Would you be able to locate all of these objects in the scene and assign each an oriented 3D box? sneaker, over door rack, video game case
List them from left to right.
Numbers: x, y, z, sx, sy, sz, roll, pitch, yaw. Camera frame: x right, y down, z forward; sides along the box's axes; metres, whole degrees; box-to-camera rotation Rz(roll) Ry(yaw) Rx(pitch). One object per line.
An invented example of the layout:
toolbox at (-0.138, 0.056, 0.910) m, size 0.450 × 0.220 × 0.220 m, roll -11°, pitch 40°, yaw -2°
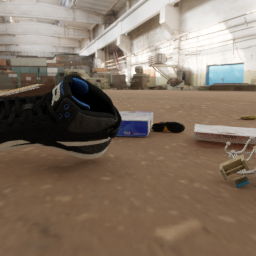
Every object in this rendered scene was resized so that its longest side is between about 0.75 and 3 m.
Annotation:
sneaker at (-1.430, -0.334, 4.376) m, size 2.719 × 0.994 × 1.521 m, roll 9°, pitch -35°, yaw -19°
video game case at (-0.369, -0.158, 7.971) m, size 2.068 × 0.470 × 1.875 m, roll 2°, pitch 11°, yaw 9°
sneaker at (1.146, -0.057, 7.854) m, size 0.915 × 0.320 × 0.412 m, roll 1°, pitch 12°, yaw 17°
over door rack at (2.170, 0.432, 4.335) m, size 1.155 × 0.385 × 0.853 m, roll 3°, pitch 18°, yaw 9°

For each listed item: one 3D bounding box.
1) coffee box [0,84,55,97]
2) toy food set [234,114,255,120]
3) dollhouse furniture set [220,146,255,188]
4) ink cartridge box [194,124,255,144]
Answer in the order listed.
coffee box at (-2.826, -0.530, 7.639) m, size 1.531 × 1.067 × 2.677 m, roll -20°, pitch 17°, yaw -24°
toy food set at (4.464, -0.386, 10.480) m, size 0.848 × 0.170 × 0.586 m, roll -5°, pitch 2°, yaw 0°
dollhouse furniture set at (1.747, 0.590, 3.836) m, size 0.770 × 0.543 × 0.540 m, roll -28°, pitch -2°, yaw 21°
ink cartridge box at (2.225, 0.181, 6.373) m, size 1.432 × 0.312 × 1.243 m, roll 5°, pitch 11°, yaw 15°
